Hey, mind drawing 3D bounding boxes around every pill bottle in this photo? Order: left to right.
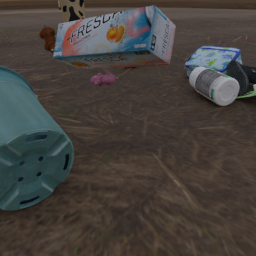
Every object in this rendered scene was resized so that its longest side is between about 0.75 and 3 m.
[{"bbox_3d":[3.068,-1.588,10.216,1.019,1.019,1.802,-10,31,-19],"label":"pill bottle"}]

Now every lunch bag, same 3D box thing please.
[{"bbox_3d":[3.662,-2.812,12.079,1.694,0.869,2.107,-44,42,-20],"label":"lunch bag"}]

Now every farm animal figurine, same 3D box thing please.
[{"bbox_3d":[-0.872,-2.116,6.730,2.224,1.796,1.118,28,2,-20],"label":"farm animal figurine"}]

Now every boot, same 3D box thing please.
[{"bbox_3d":[4.892,-1.807,10.931,1.893,0.621,1.560,10,60,-29],"label":"boot"}]

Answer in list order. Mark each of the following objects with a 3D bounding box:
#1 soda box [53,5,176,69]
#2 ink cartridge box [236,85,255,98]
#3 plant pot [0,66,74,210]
[{"bbox_3d":[-0.283,-1.324,4.351,1.930,0.614,0.660,6,-4,36],"label":"soda box"},{"bbox_3d":[4.806,-1.445,9.899,1.292,0.426,1.776,-20,11,-32],"label":"ink cartridge box"},{"bbox_3d":[-2.464,0.246,5.690,2.385,2.385,2.336,-22,43,-35],"label":"plant pot"}]
